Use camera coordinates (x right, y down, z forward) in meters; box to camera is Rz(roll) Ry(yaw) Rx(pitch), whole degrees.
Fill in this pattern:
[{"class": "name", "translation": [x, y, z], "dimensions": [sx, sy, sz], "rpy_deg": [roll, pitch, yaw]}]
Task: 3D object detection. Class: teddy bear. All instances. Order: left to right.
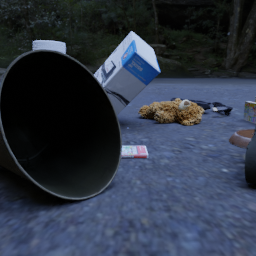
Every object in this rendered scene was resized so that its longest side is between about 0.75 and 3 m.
[{"class": "teddy bear", "translation": [1.674, -0.755, 11.329], "dimensions": [1.968, 0.906, 2.714], "rpy_deg": [-9, 15, -26]}]

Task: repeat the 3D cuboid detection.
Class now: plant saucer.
[{"class": "plant saucer", "translation": [3.779, 0.305, 7.972], "dimensions": [1.700, 0.293, 1.700], "rpy_deg": [1, 13, 0]}]

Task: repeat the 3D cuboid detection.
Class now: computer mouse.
[{"class": "computer mouse", "translation": [3.323, -0.861, 12.695], "dimensions": [2.654, 0.611, 1.863], "rpy_deg": [4, 14, -12]}]

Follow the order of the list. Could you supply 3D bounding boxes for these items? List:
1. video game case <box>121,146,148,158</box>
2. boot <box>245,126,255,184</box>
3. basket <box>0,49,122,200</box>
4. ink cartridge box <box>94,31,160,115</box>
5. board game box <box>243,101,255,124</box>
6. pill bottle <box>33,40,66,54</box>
[{"class": "video game case", "translation": [-0.075, 0.598, 7.064], "dimensions": [1.110, 0.097, 0.794], "rpy_deg": [-1, 13, -1]}, {"class": "boot", "translation": [3.546, 0.461, 5.392], "dimensions": [2.028, 1.021, 2.712], "rpy_deg": [0, 21, 33]}, {"class": "basket", "translation": [-1.852, 0.005, 5.412], "dimensions": [2.832, 2.554, 1.926], "rpy_deg": [0, 39, 47]}, {"class": "ink cartridge box", "translation": [-0.313, -1.803, 10.207], "dimensions": [1.186, 2.816, 2.036], "rpy_deg": [34, 28, -25]}, {"class": "board game box", "translation": [4.922, -0.598, 10.888], "dimensions": [0.195, 0.766, 1.139], "rpy_deg": [-2, 12, -9]}, {"class": "pill bottle", "translation": [-2.947, -1.755, 10.612], "dimensions": [1.607, 2.867, 1.607], "rpy_deg": [2, 9, 0]}]
